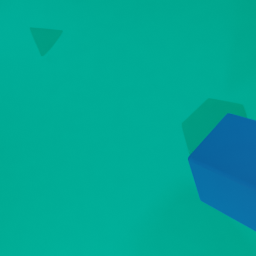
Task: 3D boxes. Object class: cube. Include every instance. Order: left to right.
[{"bbox_3d":[1.919,0.700,4.599,1.216,1.216,1.216,-43,41,-22],"label":"cube"}]
